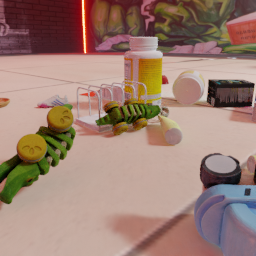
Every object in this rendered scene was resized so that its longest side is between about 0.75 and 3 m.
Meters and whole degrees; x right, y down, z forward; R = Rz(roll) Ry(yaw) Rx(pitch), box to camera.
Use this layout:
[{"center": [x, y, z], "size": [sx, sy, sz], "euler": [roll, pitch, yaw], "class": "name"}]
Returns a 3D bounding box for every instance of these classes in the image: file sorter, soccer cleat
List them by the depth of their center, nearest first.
[{"center": [-0.504, -0.753, 8.660], "size": [1.888, 1.176, 1.310], "euler": [-15, 23, -37], "class": "file sorter"}, {"center": [-2.845, -1.037, 10.583], "size": [1.160, 0.501, 0.405], "euler": [-4, 19, -9], "class": "soccer cleat"}]

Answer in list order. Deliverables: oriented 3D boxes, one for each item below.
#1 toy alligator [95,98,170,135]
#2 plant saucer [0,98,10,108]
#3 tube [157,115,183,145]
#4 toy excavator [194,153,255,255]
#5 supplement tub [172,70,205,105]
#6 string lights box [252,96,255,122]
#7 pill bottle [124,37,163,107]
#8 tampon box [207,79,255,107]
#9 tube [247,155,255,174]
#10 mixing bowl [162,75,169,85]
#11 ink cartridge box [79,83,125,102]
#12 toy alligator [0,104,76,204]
[{"center": [0.307, -0.459, 7.964], "size": [2.626, 0.870, 0.631], "euler": [-14, -19, -34], "class": "toy alligator"}, {"center": [-5.156, -0.948, 10.763], "size": [1.189, 0.223, 1.189], "euler": [0, 17, 0], "class": "plant saucer"}, {"center": [1.141, -0.034, 7.622], "size": [0.459, 0.513, 1.769], "euler": [-22, 12, 8], "class": "tube"}, {"center": [1.785, 1.312, 2.974], "size": [2.049, 1.053, 2.108], "euler": [1, 31, 8], "class": "toy excavator"}, {"center": [2.436, -1.629, 11.213], "size": [1.228, 1.228, 1.689], "euler": [5, 19, 15], "class": "supplement tub"}, {"center": [4.854, -0.744, 9.441], "size": [1.127, 0.647, 2.194], "euler": [9, 20, 24], "class": "string lights box"}, {"center": [0.549, -1.978, 10.177], "size": [1.380, 2.527, 1.380], "euler": [0, 18, 0], "class": "pill bottle"}, {"center": [3.952, -1.367, 10.902], "size": [1.454, 0.918, 1.089], "euler": [0, 18, -1], "class": "tampon box"}, {"center": [3.080, 0.738, 5.483], "size": [1.415, 0.367, 0.411], "euler": [4, 56, -3], "class": "tube"}, {"center": [1.922, -2.750, 15.905], "size": [0.817, 0.443, 0.817], "euler": [0, 19, 0], "class": "mixing bowl"}, {"center": [-0.448, -1.803, 12.684], "size": [2.850, 0.813, 2.316], "euler": [19, 26, 35], "class": "ink cartridge box"}, {"center": [-1.581, 0.599, 4.674], "size": [0.667, 0.920, 2.777], "euler": [34, 55, 2], "class": "toy alligator"}]
